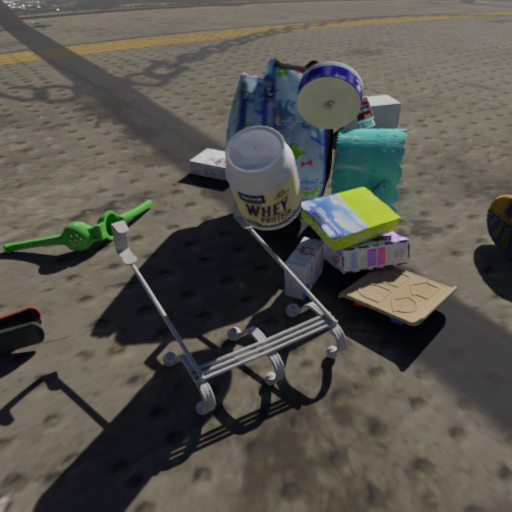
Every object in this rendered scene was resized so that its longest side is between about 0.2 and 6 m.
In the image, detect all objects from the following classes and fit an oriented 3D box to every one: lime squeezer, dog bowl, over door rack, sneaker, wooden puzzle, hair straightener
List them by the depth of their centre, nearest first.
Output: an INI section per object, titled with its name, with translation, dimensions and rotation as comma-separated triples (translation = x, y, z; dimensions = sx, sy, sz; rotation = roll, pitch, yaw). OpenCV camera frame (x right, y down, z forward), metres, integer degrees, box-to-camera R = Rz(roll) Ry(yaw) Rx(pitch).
[hair straightener]
translation = -4.229, 1.427, 7.981
dimensions = 2.371, 0.485, 0.912
rotation = -15, 35, -22
[over door rack]
translation = -0.473, 0.615, 8.475
dimensions = 2.364, 1.066, 3.200
rotation = -18, 58, -26
[wooden puzzle]
translation = 2.330, 0.677, 9.259
dimensions = 1.503, 0.348, 1.392
rotation = 18, 32, 38
[dog bowl]
translation = 1.250, -2.709, 9.523
dimensions = 1.104, 1.104, 0.435
rotation = 5, 54, 8
[sneaker]
translation = 5.495, -0.216, 10.334
dimensions = 1.206, 1.030, 2.737
rotation = -1, 34, -28
[lime squeezer]
translation = -3.255, -0.492, 11.141
dimensions = 3.163, 0.597, 1.117
rotation = -23, 8, -30

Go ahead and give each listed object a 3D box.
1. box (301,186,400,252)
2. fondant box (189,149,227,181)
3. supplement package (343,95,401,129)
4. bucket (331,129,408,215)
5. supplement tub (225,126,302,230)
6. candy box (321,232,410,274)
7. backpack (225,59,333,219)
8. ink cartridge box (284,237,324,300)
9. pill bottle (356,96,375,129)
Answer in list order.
[box]
translation = 1.589, -0.665, 9.801
dimensions = 1.659, 0.395, 1.011
rotation = -17, 52, -32
[fondant box]
translation = -0.876, -2.254, 13.893
dimensions = 1.273, 0.371, 0.918
rotation = 13, 35, 21
[supplement package]
translation = 3.351, -4.123, 16.378
dimensions = 1.453, 0.852, 0.849
rotation = -10, 34, -15
[bucket]
translation = 2.320, -1.678, 11.552
dimensions = 1.344, 2.066, 2.066
rotation = 7, 33, 13
[supplement tub]
translation = 0.110, -1.117, 8.215
dimensions = 1.000, 1.380, 1.000
rotation = -6, 60, 10
[candy box]
translation = 1.949, -0.121, 10.143
dimensions = 1.280, 0.458, 1.073
rotation = -9, 18, -13
[backpack]
translation = 0.403, -2.207, 11.416
dimensions = 2.051, 2.554, 2.791
rotation = 2, 74, -7
[ink cartridge box]
translation = 0.835, 0.207, 9.718
dimensions = 0.400, 0.683, 0.945
rotation = 15, 35, 22
[pill bottle]
translation = 2.231, -2.963, 11.640
dimensions = 0.358, 0.626, 0.358
rotation = -19, 8, 3
